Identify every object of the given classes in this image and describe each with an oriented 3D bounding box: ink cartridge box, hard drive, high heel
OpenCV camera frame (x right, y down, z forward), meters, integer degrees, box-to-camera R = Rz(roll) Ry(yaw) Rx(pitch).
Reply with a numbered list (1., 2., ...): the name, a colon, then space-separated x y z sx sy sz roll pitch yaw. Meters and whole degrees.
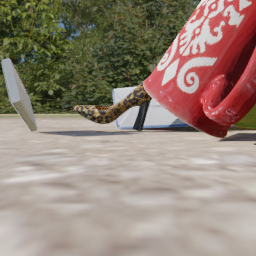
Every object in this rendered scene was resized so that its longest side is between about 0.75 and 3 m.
1. ink cartridge box: 1.125 -0.674 8.209 2.004 1.121 2.937 -1 7 25
2. hard drive: -2.235 -0.619 5.850 0.195 0.964 1.462 -17 -19 -12
3. high heel: -0.319 -0.665 6.270 1.683 1.199 0.601 12 22 -4

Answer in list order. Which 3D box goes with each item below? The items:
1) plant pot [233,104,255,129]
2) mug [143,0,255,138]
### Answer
1. plant pot: 2.604 -1.551 6.743 2.850 2.850 2.620 3 -5 43
2. mug: 1.781 -1.221 4.460 1.745 2.615 2.322 15 26 -38
